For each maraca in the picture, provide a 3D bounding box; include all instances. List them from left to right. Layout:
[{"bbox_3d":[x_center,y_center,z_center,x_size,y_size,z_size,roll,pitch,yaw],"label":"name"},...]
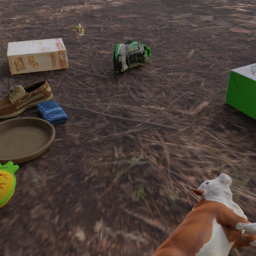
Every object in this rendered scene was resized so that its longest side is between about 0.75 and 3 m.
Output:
[{"bbox_3d":[-2.922,1.249,6.204,0.920,0.718,1.342,-5,38,0],"label":"maraca"}]

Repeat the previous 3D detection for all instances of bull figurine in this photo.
[{"bbox_3d":[1.423,1.918,4.772,2.967,0.966,1.801,-38,17,-34],"label":"bull figurine"}]

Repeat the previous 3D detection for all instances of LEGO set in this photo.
[{"bbox_3d":[-1.682,-3.324,9.326,0.376,0.305,0.818,-29,51,0],"label":"LEGO set"}]

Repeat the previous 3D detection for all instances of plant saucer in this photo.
[{"bbox_3d":[-3.114,0.345,7.952,2.079,0.306,2.079,1,34,0],"label":"plant saucer"}]

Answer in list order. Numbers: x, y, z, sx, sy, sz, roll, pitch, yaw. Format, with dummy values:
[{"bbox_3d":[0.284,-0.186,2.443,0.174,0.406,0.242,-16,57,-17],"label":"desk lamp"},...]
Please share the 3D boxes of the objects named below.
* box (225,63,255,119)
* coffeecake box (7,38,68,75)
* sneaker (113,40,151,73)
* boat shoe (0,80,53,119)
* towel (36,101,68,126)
[{"bbox_3d":[5.158,-1.108,9.235,2.434,1.334,2.758,-18,36,-21],"label":"box"},{"bbox_3d":[-4.166,-3.368,12.958,2.479,0.906,1.903,-10,35,-15],"label":"coffeecake box"},{"bbox_3d":[0.203,-3.303,12.663,1.254,1.148,2.943,14,36,19],"label":"sneaker"},{"bbox_3d":[-3.698,-1.054,9.542,2.310,0.853,0.874,-28,43,-35],"label":"boat shoe"},{"bbox_3d":[-2.502,-0.523,9.247,0.701,0.305,1.256,-19,38,-27],"label":"towel"}]
